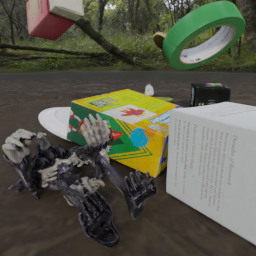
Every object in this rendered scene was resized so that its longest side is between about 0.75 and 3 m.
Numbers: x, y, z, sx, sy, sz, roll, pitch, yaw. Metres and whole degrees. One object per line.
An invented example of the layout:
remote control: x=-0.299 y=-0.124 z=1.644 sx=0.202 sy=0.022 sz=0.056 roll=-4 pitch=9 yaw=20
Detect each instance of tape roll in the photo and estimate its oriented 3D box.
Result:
tape roll: x=2.608 y=-3.106 z=9.759 sx=2.777 sy=0.667 sz=2.777 roll=-19 pitch=-18 yaw=-6

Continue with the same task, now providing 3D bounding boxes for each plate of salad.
plate of salad: x=-1.316 y=0.016 z=8.111 sx=2.522 sy=0.606 sz=2.522 roll=17 pitch=20 yaw=-6

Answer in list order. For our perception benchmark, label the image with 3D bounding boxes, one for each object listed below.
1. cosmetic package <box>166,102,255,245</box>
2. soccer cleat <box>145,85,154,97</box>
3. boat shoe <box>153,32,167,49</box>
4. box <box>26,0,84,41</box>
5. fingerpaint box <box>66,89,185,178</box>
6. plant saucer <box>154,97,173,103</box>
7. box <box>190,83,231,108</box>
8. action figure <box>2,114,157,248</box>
cosmetic package: x=1.829 y=0.522 z=4.496 sx=1.574 sy=1.565 sz=1.881 roll=-10 pitch=18 yaw=-34
soccer cleat: x=1.280 y=-2.250 z=17.081 sx=0.604 sy=0.749 sz=1.759 roll=0 pitch=14 yaw=2
boat shoe: x=1.658 y=-3.568 z=11.597 sx=1.659 sy=0.522 sz=0.605 roll=18 pitch=-25 yaw=-37
box: x=-2.213 y=-3.548 z=8.352 sx=0.947 sy=1.112 sz=1.739 roll=1 pitch=-13 yaw=-42
fingerpaint box: x=0.257 y=-0.068 z=7.103 sx=2.325 sy=1.022 sz=2.787 roll=20 pitch=21 yaw=21
plant saucer: x=1.678 y=-1.469 z=15.084 sx=1.454 sy=0.226 sz=1.454 roll=0 pitch=14 yaw=0
box: x=3.608 y=-1.327 z=12.520 sx=1.448 sy=1.212 sz=1.950 roll=1 pitch=15 yaw=5
action figure: x=-0.958 y=0.559 z=4.612 sx=1.769 sy=1.519 sz=2.977 roll=-24 pitch=28 yaw=-35
